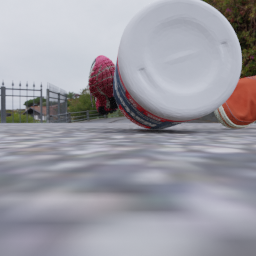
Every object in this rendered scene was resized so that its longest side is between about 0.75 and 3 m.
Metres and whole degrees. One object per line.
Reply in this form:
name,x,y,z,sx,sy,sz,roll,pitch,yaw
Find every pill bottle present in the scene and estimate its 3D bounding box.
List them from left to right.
pill bottle,0.560,-0.802,4.831,1.631,1.631,2.728,0,-5,-5

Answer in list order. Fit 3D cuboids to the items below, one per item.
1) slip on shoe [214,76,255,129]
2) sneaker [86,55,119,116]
slip on shoe,2.965,-0.752,6.169,2.949,1.092,0.902,-15,-13,-29
sneaker,-0.600,-0.952,6.172,0.694,0.643,1.722,-18,-27,-13
